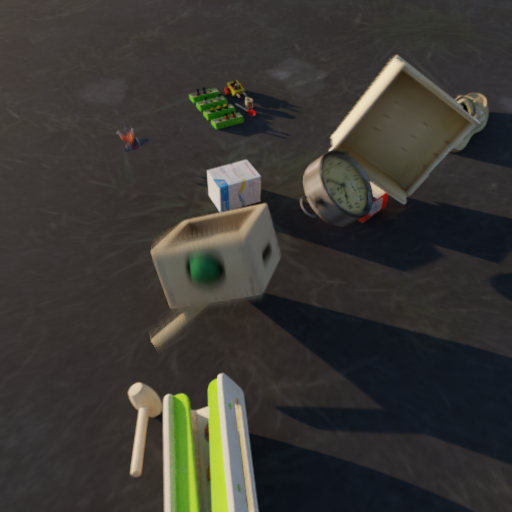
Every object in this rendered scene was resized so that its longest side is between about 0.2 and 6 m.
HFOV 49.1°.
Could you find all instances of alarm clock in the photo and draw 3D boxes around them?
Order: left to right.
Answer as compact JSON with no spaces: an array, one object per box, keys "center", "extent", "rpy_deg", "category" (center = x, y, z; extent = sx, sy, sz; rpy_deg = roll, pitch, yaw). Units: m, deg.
[{"center":[1.321,-1.105,9.852],"extent":[1.940,0.646,1.308],"rpy_deg":[-32,91,-47],"category":"alarm clock"}]

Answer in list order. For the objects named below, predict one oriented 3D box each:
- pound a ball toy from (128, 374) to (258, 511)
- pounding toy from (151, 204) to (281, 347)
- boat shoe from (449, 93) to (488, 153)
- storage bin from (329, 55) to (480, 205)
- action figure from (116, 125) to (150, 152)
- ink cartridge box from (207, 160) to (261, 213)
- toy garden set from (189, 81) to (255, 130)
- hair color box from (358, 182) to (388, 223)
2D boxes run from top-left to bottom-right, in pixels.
[{"center":[-0.796,2.583,7.111],"extent":[1.492,0.972,2.288],"rpy_deg":[-24,44,12],"category":"pound a ball toy"},{"center":[-0.688,0.254,8.711],"extent":[1.780,1.375,1.934],"rpy_deg":[-10,19,18],"category":"pounding toy"},{"center":[4.882,-3.306,13.047],"extent":[0.867,0.781,2.403],"rpy_deg":[25,50,24],"category":"boat shoe"},{"center":[2.751,-2.305,10.532],"extent":[1.978,1.992,0.934],"rpy_deg":[32,28,-13],"category":"storage bin"},{"center":[-2.615,-2.518,12.009],"extent":[0.623,0.603,0.326],"rpy_deg":[-20,59,2],"category":"action figure"},{"center":[-0.435,-1.390,11.187],"extent":[0.898,0.650,0.661],"rpy_deg":[-18,47,-18],"category":"ink cartridge box"},{"center":[-0.718,-3.848,13.921],"extent":[1.396,0.334,1.674],"rpy_deg":[-20,48,-19],"category":"toy garden set"},{"center":[1.829,-1.316,11.256],"extent":[0.743,0.448,1.464],"rpy_deg":[-32,53,-29],"category":"hair color box"}]
